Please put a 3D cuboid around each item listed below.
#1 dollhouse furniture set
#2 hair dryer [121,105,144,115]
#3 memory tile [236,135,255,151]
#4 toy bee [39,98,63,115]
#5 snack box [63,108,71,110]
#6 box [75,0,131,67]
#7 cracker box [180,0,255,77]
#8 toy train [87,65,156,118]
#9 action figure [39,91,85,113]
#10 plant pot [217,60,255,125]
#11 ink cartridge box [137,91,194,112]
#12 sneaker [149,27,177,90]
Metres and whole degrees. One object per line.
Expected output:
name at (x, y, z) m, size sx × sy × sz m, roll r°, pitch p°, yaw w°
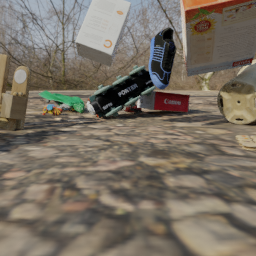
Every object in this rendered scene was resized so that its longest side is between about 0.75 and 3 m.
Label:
dollhouse furniture set at (-3.627, -1.103, 6.823) m, size 2.356 × 2.019 × 2.478 m, roll 8°, pitch -1°, yaw 17°
hair dryer at (0.253, -0.743, 11.948) m, size 1.046 × 0.373 × 1.374 m, roll 20°, pitch 19°, yaw 14°
memory tile at (2.808, 0.303, 5.870) m, size 0.957 × 0.105 × 1.248 m, roll 2°, pitch 10°, yaw 13°
toy bee at (-3.133, -0.711, 11.175) m, size 0.996 × 0.541 × 0.652 m, roll 31°, pitch 10°, yaw 25°
snack box at (-2.699, -1.011, 13.686) m, size 0.922 × 0.171 × 0.536 m, roll -4°, pitch 10°, yaw -23°
box at (-0.667, -2.720, 7.752) m, size 1.026 × 1.650 × 0.804 m, roll 20°, pitch -13°, yaw -2°
cracker box at (2.485, -2.625, 7.552) m, size 1.968 × 0.847 × 2.938 m, roll -9°, pitch -23°, yaw 9°
toy train at (-0.225, -1.329, 10.588) m, size 2.922 × 1.245 × 1.665 m, roll -32°, pitch 8°, yaw -17°
action figure at (-2.776, -1.137, 12.740) m, size 1.602 × 0.742 × 2.712 m, roll -6°, pitch 18°, yaw -40°
plant pot at (3.977, -1.028, 9.019) m, size 1.941 × 2.120 × 2.120 m, roll -23°, pitch 22°, yaw -38°
ink cartridge box at (1.633, -1.122, 11.906) m, size 1.899 × 0.796 × 1.667 m, roll 1°, pitch 7°, yaw -31°
sneaker at (0.984, -1.928, 7.613) m, size 0.610 × 1.740 × 0.678 m, roll 11°, pitch -24°, yaw -32°
